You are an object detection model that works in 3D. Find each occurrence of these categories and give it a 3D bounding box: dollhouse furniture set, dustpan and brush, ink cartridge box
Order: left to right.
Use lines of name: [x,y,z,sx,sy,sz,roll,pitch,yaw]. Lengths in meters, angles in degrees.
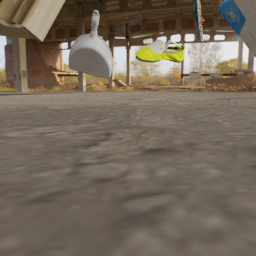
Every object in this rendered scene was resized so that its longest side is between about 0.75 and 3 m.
dollhouse furniture set: [-2.605,-2.771,4.683,1.743,2.299,2.623,17,-12,35]
dustpan and brush: [-1.167,-2.729,9.172,1.580,0.648,2.264,14,-31,-2]
ink cartridge box: [2.642,-2.000,4.303,0.761,1.301,2.242,-49,15,-12]

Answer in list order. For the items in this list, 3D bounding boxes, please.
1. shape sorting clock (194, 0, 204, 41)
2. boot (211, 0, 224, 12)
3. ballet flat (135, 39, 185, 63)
shape sorting clock: [2.622,-3.905,10.201,0.283,1.441,1.441,-8,6,16]
boot: [1.480,-3.685,7.288,2.080,1.822,0.688,-4,-18,11]
ballet flat: [1.010,-2.285,8.224,1.845,0.618,0.616,-8,47,-37]
